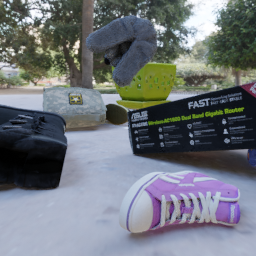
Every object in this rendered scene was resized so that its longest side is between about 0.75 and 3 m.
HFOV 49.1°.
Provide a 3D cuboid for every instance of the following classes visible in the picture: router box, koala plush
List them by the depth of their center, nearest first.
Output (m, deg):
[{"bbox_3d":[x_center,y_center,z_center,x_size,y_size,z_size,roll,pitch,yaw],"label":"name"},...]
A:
[{"bbox_3d":[1.729,-0.155,5.025,2.172,0.900,2.898,-7,-1,-41],"label":"router box"},{"bbox_3d":[-0.148,-3.288,11.815,2.553,2.463,2.778,-39,10,-1],"label":"koala plush"}]

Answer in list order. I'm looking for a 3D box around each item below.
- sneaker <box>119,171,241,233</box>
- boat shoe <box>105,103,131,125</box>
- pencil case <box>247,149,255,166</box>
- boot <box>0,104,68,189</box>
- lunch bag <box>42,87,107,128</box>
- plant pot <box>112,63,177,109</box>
[{"bbox_3d":[0.594,0.701,2.618,1.350,0.489,0.770,-8,15,-44],"label":"sneaker"},{"bbox_3d":[-0.489,-0.535,10.013,0.689,0.749,2.096,-13,10,-39],"label":"boat shoe"},{"bbox_3d":[2.519,0.419,4.651,0.994,0.432,0.388,-2,26,-5],"label":"pencil case"},{"bbox_3d":[-2.220,0.225,4.697,2.394,0.953,2.905,-4,14,-11],"label":"boot"},{"bbox_3d":[-1.786,-0.643,8.979,1.825,1.308,2.225,-1,14,-18],"label":"lunch bag"},{"bbox_3d":[0.948,-2.475,16.736,2.878,2.612,2.864,-7,12,-41],"label":"plant pot"}]
